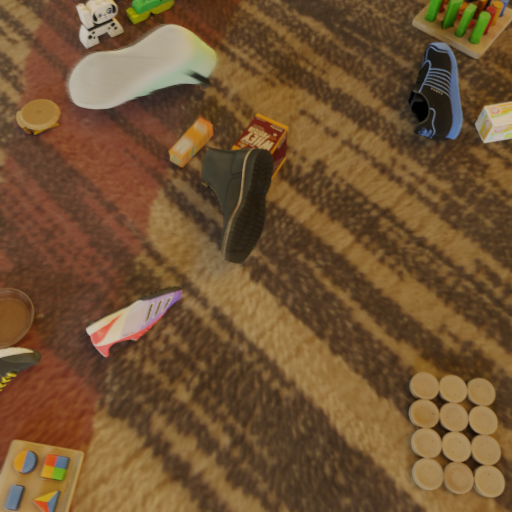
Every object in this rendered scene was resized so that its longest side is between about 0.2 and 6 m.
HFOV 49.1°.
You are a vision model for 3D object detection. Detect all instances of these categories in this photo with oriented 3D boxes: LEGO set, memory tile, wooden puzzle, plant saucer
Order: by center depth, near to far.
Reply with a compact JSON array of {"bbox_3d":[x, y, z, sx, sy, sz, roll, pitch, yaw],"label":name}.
[{"bbox_3d":[-3.725,3.823,9.440,1.340,0.310,1.241,8,64,4],"label":"wooden puzzle"},{"bbox_3d":[3.490,3.108,9.876,1.554,0.170,2.028,5,64,2],"label":"memory tile"},{"bbox_3d":[-4.866,1.230,10.772,1.233,0.225,1.233,0,63,0],"label":"plant saucer"},{"bbox_3d":[-2.920,-7.192,14.085,4.249,1.744,1.621,-32,67,-14],"label":"LEGO set"}]

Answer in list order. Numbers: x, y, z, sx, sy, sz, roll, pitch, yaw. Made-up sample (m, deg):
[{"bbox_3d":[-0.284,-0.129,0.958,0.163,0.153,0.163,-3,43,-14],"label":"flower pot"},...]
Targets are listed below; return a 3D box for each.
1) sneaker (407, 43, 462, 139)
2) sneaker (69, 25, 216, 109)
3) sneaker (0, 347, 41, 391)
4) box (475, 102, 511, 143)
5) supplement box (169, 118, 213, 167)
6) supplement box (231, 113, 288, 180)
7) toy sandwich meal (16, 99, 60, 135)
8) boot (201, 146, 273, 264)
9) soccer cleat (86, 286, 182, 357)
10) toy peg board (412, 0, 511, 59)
[{"bbox_3d":[4.006,-3.874,12.903,1.024,0.922,2.630,3,65,-7],"label":"sneaker"},{"bbox_3d":[-2.537,-4.115,12.974,3.376,1.991,1.242,-12,91,24],"label":"sneaker"},{"bbox_3d":[-4.749,2.238,10.088,1.911,0.711,0.808,-20,71,0],"label":"sneaker"},{"bbox_3d":[5.667,-3.046,12.654,1.133,0.637,0.574,-11,64,-4],"label":"box"},{"bbox_3d":[-1.446,-2.526,12.500,0.399,0.386,1.160,34,67,14],"label":"supplement box"},{"bbox_3d":[0.076,-2.161,11.939,0.748,1.127,1.112,27,67,13],"label":"supplement box"},{"bbox_3d":[-4.998,-3.187,12.917,0.992,0.340,0.992,2,63,-3],"label":"toy sandwich meal"},{"bbox_3d":[-0.597,-1.066,11.168,1.558,0.873,2.253,15,87,38],"label":"boot"},{"bbox_3d":[-2.202,1.194,10.642,1.932,0.659,0.707,-27,88,-15],"label":"soccer cleat"},{"bbox_3d":[5.350,-6.274,14.076,1.946,0.952,1.937,36,69,16],"label":"toy peg board"}]
